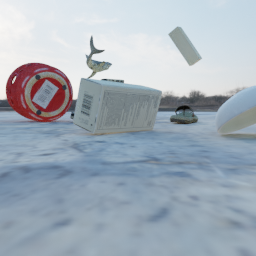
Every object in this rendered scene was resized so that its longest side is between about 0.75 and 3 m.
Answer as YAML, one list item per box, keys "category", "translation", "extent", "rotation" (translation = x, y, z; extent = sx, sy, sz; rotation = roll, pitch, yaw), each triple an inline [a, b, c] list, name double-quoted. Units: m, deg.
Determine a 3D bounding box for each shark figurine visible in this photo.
- category: "shark figurine"
  translation: [-1.094, -2.079, 8.398]
  extent: [0.932, 0.651, 1.559]
  rotation: [-32, -13, 2]

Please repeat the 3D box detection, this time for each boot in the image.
- category: "boot"
  translation: [-1.338, -1.254, 12.874]
  extent: [2.602, 1.965, 0.939]
  rotation: [0, 4, -3]

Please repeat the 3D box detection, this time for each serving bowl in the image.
- category: "serving bowl"
  translation: [2.815, -0.523, 6.458]
  extent: [1.829, 0.602, 1.829]
  rotation: [-17, -20, -6]

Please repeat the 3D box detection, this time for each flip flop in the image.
- category: "flip flop"
  translation: [2.460, -0.623, 12.372]
  extent: [1.100, 0.781, 2.714]
  rotation: [2, 4, 22]

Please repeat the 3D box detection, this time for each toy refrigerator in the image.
- category: "toy refrigerator"
  translation: [1.702, -2.431, 8.386]
  extent: [0.406, 1.160, 0.440]
  rotation: [-35, -2, 30]

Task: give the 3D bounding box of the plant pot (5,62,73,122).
- category: "plant pot"
  translation: [-4.173, -1.679, 13.531]
  extent: [2.904, 2.904, 2.645]
  rotation: [-3, 13, -33]

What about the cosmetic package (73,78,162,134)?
- category: "cosmetic package"
  translation: [-0.198, -0.583, 7.522]
  extent: [0.871, 1.234, 2.383]
  rotation: [23, 16, 37]
